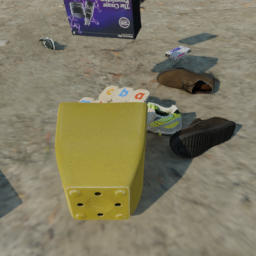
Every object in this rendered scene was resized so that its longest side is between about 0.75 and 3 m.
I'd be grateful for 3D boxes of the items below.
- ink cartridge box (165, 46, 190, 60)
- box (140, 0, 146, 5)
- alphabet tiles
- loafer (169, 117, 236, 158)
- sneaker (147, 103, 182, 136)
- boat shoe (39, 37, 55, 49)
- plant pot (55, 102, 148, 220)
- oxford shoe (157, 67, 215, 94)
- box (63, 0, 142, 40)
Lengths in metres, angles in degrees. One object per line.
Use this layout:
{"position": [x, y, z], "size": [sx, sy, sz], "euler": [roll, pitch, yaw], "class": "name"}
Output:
{"position": [2.063, -3.119, 11.547], "size": [0.505, 0.198, 1.067], "euler": [31, 49, 35], "class": "ink cartridge box"}
{"position": [0.721, -4.486, 9.230], "size": [1.210, 0.297, 0.976], "euler": [-38, 14, 1], "class": "box"}
{"position": [-0.576, -0.196, 7.106], "size": [2.459, 0.179, 2.405], "euler": [13, 54, 35], "class": "alphabet tiles"}
{"position": [1.731, 0.167, 6.866], "size": [2.008, 0.733, 0.717], "euler": [-12, 34, -31], "class": "loafer"}
{"position": [0.400, -0.333, 7.385], "size": [2.040, 0.779, 0.769], "euler": [2, 39, 4], "class": "sneaker"}
{"position": [-3.479, -3.605, 12.003], "size": [0.374, 0.468, 1.239], "euler": [-19, 29, -25], "class": "boat shoe"}
{"position": [-0.469, 0.720, 5.330], "size": [1.742, 1.730, 1.782], "euler": [-1, 43, -1], "class": "plant pot"}
{"position": [1.850, -1.481, 8.982], "size": [1.888, 0.686, 0.797], "euler": [6, 39, 8], "class": "oxford shoe"}
{"position": [-0.582, -2.788, 6.561], "size": [1.663, 1.173, 0.656], "euler": [9, 52, 16], "class": "box"}
